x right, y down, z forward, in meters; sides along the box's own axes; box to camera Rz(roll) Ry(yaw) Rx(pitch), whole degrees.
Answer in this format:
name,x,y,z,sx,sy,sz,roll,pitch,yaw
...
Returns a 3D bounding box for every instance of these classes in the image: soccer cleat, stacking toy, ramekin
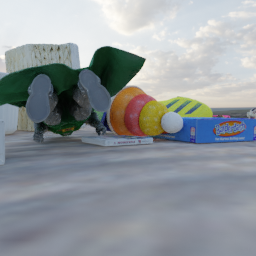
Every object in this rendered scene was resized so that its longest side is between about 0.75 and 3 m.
name,x,y,z,sx,sy,sz,roll,pitch,yaw
soccer cleat,0.618,-0.179,6.353,2.876,0.930,1.203,4,32,-11
stacking toy,0.346,-0.147,4.430,0.923,0.923,1.263,-2,16,-41
ramekin,-3.487,-0.469,5.722,2.519,1.228,2.519,0,2,0

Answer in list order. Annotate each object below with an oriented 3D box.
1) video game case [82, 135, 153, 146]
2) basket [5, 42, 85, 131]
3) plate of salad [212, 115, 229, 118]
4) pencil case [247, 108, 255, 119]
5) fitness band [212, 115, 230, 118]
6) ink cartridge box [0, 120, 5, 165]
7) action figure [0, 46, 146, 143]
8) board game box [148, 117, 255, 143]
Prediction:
name,x,y,z,sx,sy,sz,roll,pitch,yaw
video game case,-0.172,0.175,4.013,0.741,0.093,0.813,-2,2,-31
basket,-2.284,-1.060,7.665,1.609,2.374,1.464,2,10,42
plate of salad,3.626,-0.316,11.565,1.843,0.443,1.843,1,2,0
pencil case,5.660,-0.476,11.311,0.877,0.763,1.960,19,0,-8
fitness band,3.572,-0.456,13.937,2.869,0.537,2.061,3,3,28
ink cartridge box,-1.522,0.098,2.445,0.634,0.371,1.093,-2,3,-36
action figure,-0.898,-0.214,4.072,1.725,0.799,2.921,-8,-4,-13
board game box,1.168,-0.002,4.828,1.245,0.368,1.637,-1,3,-25
